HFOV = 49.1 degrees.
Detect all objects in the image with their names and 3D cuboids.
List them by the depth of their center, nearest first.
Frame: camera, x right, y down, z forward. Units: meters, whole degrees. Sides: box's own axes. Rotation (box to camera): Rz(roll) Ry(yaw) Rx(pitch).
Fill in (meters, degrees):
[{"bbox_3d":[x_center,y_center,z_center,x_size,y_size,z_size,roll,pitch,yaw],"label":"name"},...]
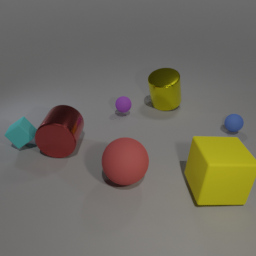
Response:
[{"bbox_3d":[2.563,1.180,7.927,1.400,1.400,1.400,2,30,-7],"label":"cube"},{"bbox_3d":[-0.080,0.978,8.296,1.400,1.400,1.400,0,32,0],"label":"ball"},{"bbox_3d":[-2.370,0.099,9.877,1.400,1.400,1.400,2,31,3],"label":"cylinder"},{"bbox_3d":[-3.803,0.154,9.976,0.700,0.700,0.700,-33,27,11],"label":"cube"},{"bbox_3d":[4.110,-0.202,10.866,0.700,0.700,0.700,0,32,0],"label":"ball"},{"bbox_3d":[-0.196,-1.009,11.988,0.700,0.700,0.700,0,32,0],"label":"ball"},{"bbox_3d":[1.659,-1.730,12.536,1.400,1.400,1.400,-7,46,7],"label":"cylinder"}]
